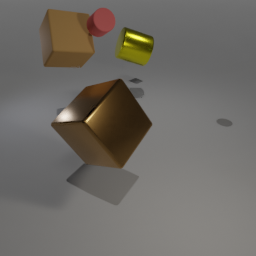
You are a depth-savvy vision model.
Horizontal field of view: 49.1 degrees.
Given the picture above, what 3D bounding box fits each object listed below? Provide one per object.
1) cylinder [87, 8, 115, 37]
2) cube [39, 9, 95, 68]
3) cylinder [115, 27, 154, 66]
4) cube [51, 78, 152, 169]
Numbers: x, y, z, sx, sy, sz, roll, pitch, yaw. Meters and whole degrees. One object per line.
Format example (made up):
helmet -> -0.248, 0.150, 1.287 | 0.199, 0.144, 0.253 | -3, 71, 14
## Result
cylinder -> -0.832, -3.208, 8.550 | 0.700, 0.700, 0.700 | -14, 10, -24
cube -> -2.095, -2.952, 9.479 | 1.400, 1.400, 1.400 | -5, -7, -29
cylinder -> 0.271, -3.691, 12.769 | 1.400, 1.400, 1.400 | 13, 25, -18
cube -> -0.582, -0.082, 6.428 | 1.400, 1.400, 1.400 | -2, 43, 48
